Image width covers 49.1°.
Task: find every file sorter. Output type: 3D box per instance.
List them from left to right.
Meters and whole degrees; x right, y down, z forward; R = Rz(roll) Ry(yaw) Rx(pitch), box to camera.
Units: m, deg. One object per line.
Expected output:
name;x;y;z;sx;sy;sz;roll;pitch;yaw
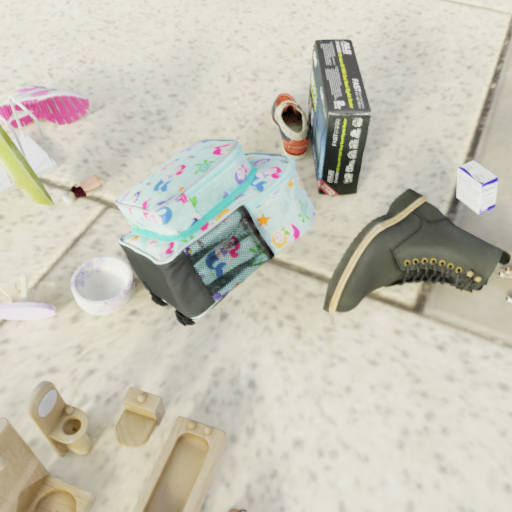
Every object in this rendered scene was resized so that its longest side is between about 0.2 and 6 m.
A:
file sorter;-5.331;-2.101;11.150;1.986;1.237;1.378;-35;58;-25

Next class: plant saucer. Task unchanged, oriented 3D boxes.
plant saucer;-4.354;-1.704;10.013;0.322;2.073;2.073;-35;57;-10

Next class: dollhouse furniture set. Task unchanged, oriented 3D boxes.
dollhouse furniture set;-1.781;2.503;6.855;2.198;1.791;2.091;16;51;13

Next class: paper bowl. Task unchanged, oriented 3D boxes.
paper bowl;-2.521;0.536;9.359;1.017;0.529;1.017;0;50;0

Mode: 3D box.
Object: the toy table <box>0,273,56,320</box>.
toy table;-3.740;0.692;9.090;0.932;0.857;0.546;5;63;-21

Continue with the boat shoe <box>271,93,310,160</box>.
boat shoe;0.754;-3.006;12.298;0.746;0.656;2.096;-5;49;-2

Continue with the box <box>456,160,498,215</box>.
box;3.636;-1.129;9.235;0.345;0.657;0.604;-25;44;-9

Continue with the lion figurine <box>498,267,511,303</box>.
lion figurine;4.609;0.508;9.528;0.733;0.434;1.197;4;63;-7

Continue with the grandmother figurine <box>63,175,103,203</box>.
grandmother figurine;-3.481;-1.322;11.137;0.514;0.257;0.847;22;50;35

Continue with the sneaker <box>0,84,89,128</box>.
sneaker;-4.760;-3.490;12.606;1.987;0.808;0.876;-4;52;-4

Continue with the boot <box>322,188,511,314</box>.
boot;2.726;0.245;9.269;2.145;1.201;3.101;34;58;20

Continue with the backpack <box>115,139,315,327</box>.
backpack;-0.632;-0.647;8.950;2.896;2.180;2.571;-32;25;-21

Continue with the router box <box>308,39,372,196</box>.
router box;1.590;-2.796;11.246;0.814;1.964;2.621;-1;49;-2

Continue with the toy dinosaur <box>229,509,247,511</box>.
toy dinosaur;-0.155;3.587;6.876;0.652;0.413;0.962;-28;60;-30
